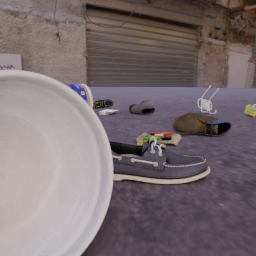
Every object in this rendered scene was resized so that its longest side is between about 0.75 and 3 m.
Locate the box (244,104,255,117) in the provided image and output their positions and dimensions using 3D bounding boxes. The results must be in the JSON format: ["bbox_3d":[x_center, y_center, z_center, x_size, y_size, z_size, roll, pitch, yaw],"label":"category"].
[{"bbox_3d":[6.863,-0.919,14.256,1.825,0.457,0.687,-4,24,-25],"label":"box"}]

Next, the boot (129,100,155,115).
[{"bbox_3d":[1.048,-1.048,15.201,1.792,0.625,1.180,-23,26,-38],"label":"boot"}]

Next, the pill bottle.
[{"bbox_3d":[-3.041,-1.021,11.973,2.740,1.640,1.640,-9,14,-34],"label":"pill bottle"}]

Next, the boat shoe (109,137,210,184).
[{"bbox_3d":[0.400,0.592,5.606,2.491,0.781,0.905,1,11,3],"label":"boat shoe"}]

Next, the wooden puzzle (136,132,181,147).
[{"bbox_3d":[0.978,0.299,8.700,1.332,0.231,1.974,2,10,11],"label":"wooden puzzle"}]

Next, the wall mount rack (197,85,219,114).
[{"bbox_3d":[4.149,-1.418,14.282,0.573,1.336,1.538,3,-1,42],"label":"wall mount rack"}]

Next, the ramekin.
[{"bbox_3d":[-1.286,0.500,2.966,2.071,2.071,1.087,-10,5,-41],"label":"ramekin"}]

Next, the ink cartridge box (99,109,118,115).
[{"bbox_3d":[-0.988,-0.834,14.833,0.773,0.194,0.891,6,12,24],"label":"ink cartridge box"}]

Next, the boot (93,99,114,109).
[{"bbox_3d":[-1.676,-1.465,17.389,1.424,0.514,1.076,-2,12,21],"label":"boot"}]

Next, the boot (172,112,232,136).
[{"bbox_3d":[2.541,-0.122,9.497,2.067,0.772,1.002,-4,9,-32],"label":"boot"}]
